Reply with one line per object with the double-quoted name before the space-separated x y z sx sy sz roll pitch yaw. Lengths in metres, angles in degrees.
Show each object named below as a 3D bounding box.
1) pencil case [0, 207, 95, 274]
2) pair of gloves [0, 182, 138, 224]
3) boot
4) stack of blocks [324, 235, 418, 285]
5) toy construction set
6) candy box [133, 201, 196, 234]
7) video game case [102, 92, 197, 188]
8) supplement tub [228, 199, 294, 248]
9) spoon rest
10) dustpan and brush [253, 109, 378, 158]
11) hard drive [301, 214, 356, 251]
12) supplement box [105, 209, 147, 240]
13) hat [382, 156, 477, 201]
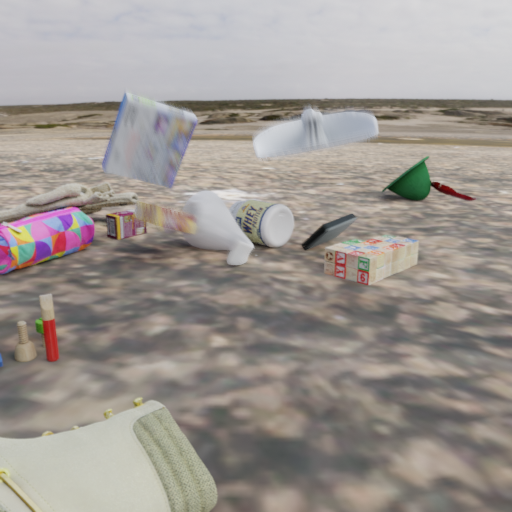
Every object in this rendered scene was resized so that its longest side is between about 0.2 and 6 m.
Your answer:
"pencil case" -4.070 -0.340 10.483 0.979 0.979 2.216 8 17 25
"pair of gloves" -4.343 -1.208 12.692 2.760 0.569 3.245 -11 4 6
"boot" -1.608 1.530 4.154 1.792 0.835 2.317 -16 28 -41
"stack of blocks" 2.080 0.014 10.035 0.936 0.476 1.626 15 22 42
"toy construction set" -3.258 0.566 6.459 1.832 1.408 1.528 -1 16 -7
"candy box" -1.776 -0.747 10.762 0.761 0.368 1.305 13 1 -32
"video game case" -1.829 -1.940 9.579 1.243 1.371 0.312 12 30 -28
"supplement tub" 0.066 -0.708 11.783 0.904 0.904 1.247 -15 22 -43
"spoon rest" -0.789 -0.487 11.073 0.722 1.183 2.381 16 17 -40
"dustpan and brush" 1.192 -2.758 11.987 2.396 0.983 3.433 -10 9 7
"hard drive" 1.487 -0.496 11.451 1.091 0.179 0.761 -21 -17 -46
"supplement box" -2.879 -0.713 12.457 0.425 0.539 0.824 13 20 38
"hat" 4.968 -1.769 16.594 1.707 1.814 2.061 -38 -3 4
